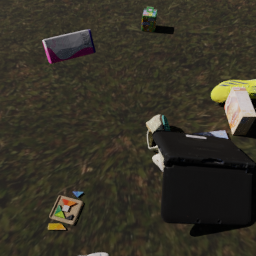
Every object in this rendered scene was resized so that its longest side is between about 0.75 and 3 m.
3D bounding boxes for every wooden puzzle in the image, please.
[{"bbox_3d":[-1.910,2.537,8.683,0.904,0.157,1.340,8,53,6],"label":"wooden puzzle"}]

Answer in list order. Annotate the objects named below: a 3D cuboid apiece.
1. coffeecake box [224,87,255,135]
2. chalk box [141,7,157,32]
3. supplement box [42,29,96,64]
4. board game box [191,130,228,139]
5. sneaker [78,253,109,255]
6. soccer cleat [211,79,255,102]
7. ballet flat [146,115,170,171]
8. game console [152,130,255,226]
[{"bbox_3d":[4.152,-0.639,10.472,0.527,1.108,1.443,0,52,-1],"label":"coffeecake box"},{"bbox_3d":[1.091,-5.555,14.171,0.699,1.124,0.696,8,53,6],"label":"chalk box"},{"bbox_3d":[-1.633,-2.255,7.737,1.275,0.645,0.659,-18,22,-16],"label":"supplement box"},{"bbox_3d":[2.816,0.550,10.171,1.728,0.168,0.890,-5,52,-4],"label":"board game box"},{"bbox_3d":[-0.624,4.224,7.014,1.007,0.861,2.312,-13,54,-16],"label":"sneaker"},{"bbox_3d":[4.598,-1.499,11.101,2.575,0.832,1.077,-9,15,-8],"label":"soccer cleat"},{"bbox_3d":[1.208,0.792,9.704,0.895,0.968,2.870,-24,47,17],"label":"ballet flat"},{"bbox_3d":[2.265,1.474,8.884,2.977,1.732,2.618,7,25,-15],"label":"game console"}]
